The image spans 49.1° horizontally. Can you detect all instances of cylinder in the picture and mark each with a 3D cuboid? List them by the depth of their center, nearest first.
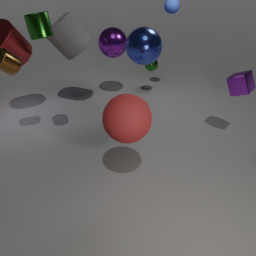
[{"bbox_3d":[-2.640,-3.044,8.321,0.700,0.700,0.700,-9,25,4],"label":"cylinder"},{"bbox_3d":[-4.076,-2.221,9.428,0.700,0.700,0.700,26,-3,36],"label":"cylinder"},{"bbox_3d":[-4.795,-3.311,11.123,1.400,1.400,1.400,-6,68,15],"label":"cylinder"},{"bbox_3d":[-2.523,-3.858,11.820,1.400,1.400,1.400,-32,32,23],"label":"cylinder"}]

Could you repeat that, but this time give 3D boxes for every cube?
[{"bbox_3d":[4.101,-1.618,10.163,0.700,0.700,0.700,-2,24,46],"label":"cube"}]

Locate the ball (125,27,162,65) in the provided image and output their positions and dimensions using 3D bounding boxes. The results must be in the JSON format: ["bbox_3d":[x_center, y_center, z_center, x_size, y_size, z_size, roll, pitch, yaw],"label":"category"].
[{"bbox_3d":[0.603,-3.111,10.655,1.400,1.400,1.400,0,31,0],"label":"ball"}]

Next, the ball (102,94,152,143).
[{"bbox_3d":[-0.025,-0.265,7.890,1.400,1.400,1.400,0,31,0],"label":"ball"}]

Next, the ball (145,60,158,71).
[{"bbox_3d":[1.179,-3.216,14.115,0.700,0.700,0.700,0,31,0],"label":"ball"}]

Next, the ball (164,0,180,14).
[{"bbox_3d":[1.979,-5.511,12.617,0.700,0.700,0.700,0,31,0],"label":"ball"}]

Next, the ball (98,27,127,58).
[{"bbox_3d":[-0.718,-4.030,13.242,1.400,1.400,1.400,0,31,0],"label":"ball"}]
